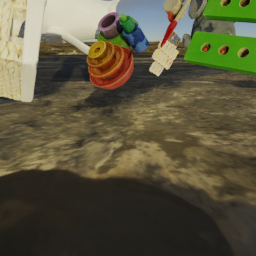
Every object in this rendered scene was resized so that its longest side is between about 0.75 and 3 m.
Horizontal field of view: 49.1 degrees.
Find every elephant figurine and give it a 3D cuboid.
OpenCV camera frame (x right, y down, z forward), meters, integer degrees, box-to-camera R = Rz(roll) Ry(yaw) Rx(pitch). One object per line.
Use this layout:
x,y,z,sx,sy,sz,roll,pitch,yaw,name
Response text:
2.571,-3.723,8.838,1.999,2.577,1.823,5,5,33,elephant figurine

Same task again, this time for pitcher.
-1.579,-2.812,7.364,2.820,1.709,2.419,6,51,-18,pitcher

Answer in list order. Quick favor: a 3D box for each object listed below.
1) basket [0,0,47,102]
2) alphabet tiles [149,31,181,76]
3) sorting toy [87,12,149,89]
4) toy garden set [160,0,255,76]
-1.788,-1.140,4.058,0.970,1.066,1.573,8,-16,-20,basket
1.161,-2.240,8.572,0.101,1.348,1.378,36,13,23,alphabet tiles
-0.331,-1.921,6.054,1.325,0.905,2.205,-14,56,24,sorting toy
1.157,-1.618,3.289,1.633,1.959,0.391,24,0,40,toy garden set
